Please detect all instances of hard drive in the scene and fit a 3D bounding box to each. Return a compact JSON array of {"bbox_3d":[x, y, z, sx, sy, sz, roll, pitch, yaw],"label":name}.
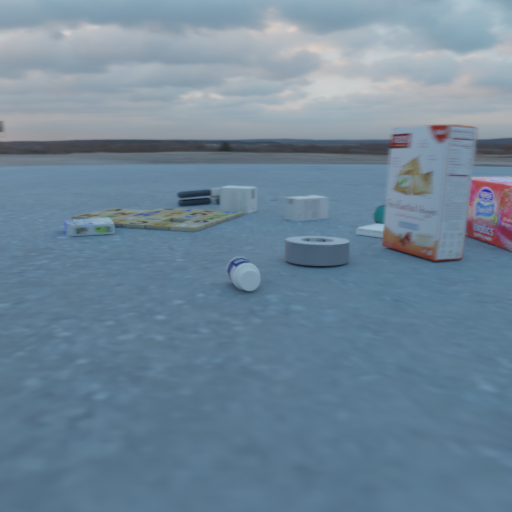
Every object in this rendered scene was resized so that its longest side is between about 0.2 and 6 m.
[{"bbox_3d":[2.939,-0.495,11.833,1.364,0.182,0.900,11,16,42],"label":"hard drive"}]

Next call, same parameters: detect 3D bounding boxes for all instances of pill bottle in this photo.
[{"bbox_3d":[-0.165,0.258,7.679,0.381,0.381,0.687,-3,12,-13],"label":"pill bottle"}]

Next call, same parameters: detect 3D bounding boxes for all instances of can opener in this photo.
[{"bbox_3d":[-1.519,-1.848,17.606,1.918,0.511,0.641,-10,14,-36],"label":"can opener"}]

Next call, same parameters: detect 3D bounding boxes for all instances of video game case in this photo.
[{"bbox_3d":[-3.696,-0.640,12.349,0.996,0.250,1.099,-4,12,-20],"label":"video game case"}]

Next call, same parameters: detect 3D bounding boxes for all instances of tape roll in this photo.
[{"bbox_3d":[1.012,-0.094,9.343,1.079,0.357,1.079,1,8,0],"label":"tape roll"}]

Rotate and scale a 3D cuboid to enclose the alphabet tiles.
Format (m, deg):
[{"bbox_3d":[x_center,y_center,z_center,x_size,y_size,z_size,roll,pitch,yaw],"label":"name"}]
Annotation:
[{"bbox_3d":[-2.601,-1.002,14.412,3.771,0.142,3.152,5,13,19],"label":"alphabet tiles"}]

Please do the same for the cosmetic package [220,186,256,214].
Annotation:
[{"bbox_3d":[-0.504,-1.595,15.833,0.868,0.716,0.716,4,12,18],"label":"cosmetic package"}]

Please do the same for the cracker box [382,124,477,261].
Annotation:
[{"bbox_3d":[2.964,-1.138,9.787,0.645,2.236,1.497,-1,11,-23],"label":"cracker box"}]

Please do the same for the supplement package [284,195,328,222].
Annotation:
[{"bbox_3d":[1.289,-1.233,14.432,0.975,0.584,0.591,-7,13,-31],"label":"supplement package"}]

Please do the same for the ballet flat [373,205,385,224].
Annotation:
[{"bbox_3d":[3.604,-0.819,12.453,0.767,0.691,2.036,13,-2,-44],"label":"ballet flat"}]

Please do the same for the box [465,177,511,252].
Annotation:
[{"bbox_3d":[5.068,-0.895,11.090,1.173,1.271,2.477,-1,12,-6],"label":"box"}]
